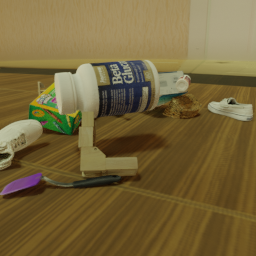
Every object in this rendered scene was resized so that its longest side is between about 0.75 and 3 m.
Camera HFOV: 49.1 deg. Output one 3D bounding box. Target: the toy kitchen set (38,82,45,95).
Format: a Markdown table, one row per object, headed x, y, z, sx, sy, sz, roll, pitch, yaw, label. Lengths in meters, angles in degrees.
| x | y | z | sx | sy | sz | roll | pitch | yaw | label |
| --- | --- | --- | --- | --- | --- | --- | --- | --- | --- |
| -4.346 | -2.058 | 15.544 | 1.183 | 1.070 | 1.312 | -8 | 19 | -24 | toy kitchen set |

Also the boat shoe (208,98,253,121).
| x | y | z | sx | sy | sz | roll | pitch | yaw | label |
| --- | --- | --- | --- | --- | --- | --- | --- | --- | --- |
| 4.597 | -0.975 | 12.596 | 0.884 | 0.785 | 2.403 | -10 | 20 | -30 | boat shoe |

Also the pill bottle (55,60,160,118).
| x | y | z | sx | sy | sz | roll | pitch | yaw | label |
| --- | --- | --- | --- | --- | --- | --- | --- | --- | --- |
| -0.603 | -1.079 | 7.858 | 2.705 | 1.502 | 1.502 | -9 | 20 | -20 | pill bottle |

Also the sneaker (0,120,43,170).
| x | y | z | sx | sy | sz | roll | pitch | yaw | label |
| --- | --- | --- | --- | --- | --- | --- | --- | --- | --- |
| -3.279 | 0.542 | 7.851 | 2.447 | 0.901 | 1.414 | -27 | 32 | -37 | sneaker |

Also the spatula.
| x | y | z | sx | sy | sz | roll | pitch | yaw | label |
| --- | --- | --- | --- | --- | --- | --- | --- | --- | --- |
| -1.472 | 1.238 | 6.446 | 2.656 | 0.273 | 0.751 | 0 | 12 | -9 | spatula |

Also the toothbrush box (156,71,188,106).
| x | y | z | sx | sy | sz | roll | pitch | yaw | label |
| --- | --- | --- | --- | --- | --- | --- | --- | --- | --- |
| 1.247 | -1.688 | 12.927 | 1.805 | 1.051 | 2.465 | -9 | -7 | -25 | toothbrush box |

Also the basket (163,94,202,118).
| x | y | z | sx | sy | sz | roll | pitch | yaw | label |
| --- | --- | --- | --- | --- | --- | --- | --- | --- | --- |
| 2.488 | -0.780 | 12.565 | 1.413 | 1.053 | 1.008 | -14 | 55 | -38 | basket |

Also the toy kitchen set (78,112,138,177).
| x | y | z | sx | sy | sz | roll | pitch | yaw | label |
| --- | --- | --- | --- | --- | --- | --- | --- | --- | --- |
| -0.534 | 0.529 | 7.327 | 1.384 | 1.534 | 1.252 | -1 | -24 | -5 | toy kitchen set |

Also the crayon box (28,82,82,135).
| x | y | z | sx | sy | sz | roll | pitch | yaw | label |
| --- | --- | --- | --- | --- | --- | --- | --- | --- | --- |
| -2.496 | -0.924 | 10.974 | 1.657 | 0.813 | 2.791 | 16 | 30 | 1 | crayon box |

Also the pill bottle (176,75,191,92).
| x | y | z | sx | sy | sz | roll | pitch | yaw | label |
| --- | --- | --- | --- | --- | --- | --- | --- | --- | --- |
| 2.300 | -1.869 | 11.564 | 0.526 | 0.526 | 0.922 | 6 | 26 | 19 | pill bottle |
